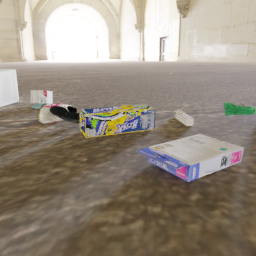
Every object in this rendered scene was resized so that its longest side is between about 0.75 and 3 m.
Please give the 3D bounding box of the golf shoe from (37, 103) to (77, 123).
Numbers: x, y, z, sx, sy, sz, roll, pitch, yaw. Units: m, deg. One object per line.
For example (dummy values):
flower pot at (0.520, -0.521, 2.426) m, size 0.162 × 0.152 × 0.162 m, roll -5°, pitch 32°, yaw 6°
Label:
golf shoe at (-2.430, -0.554, 9.639) m, size 0.777 × 0.612 × 1.687 m, roll 3°, pitch 17°, yaw 21°

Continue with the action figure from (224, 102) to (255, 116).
action figure at (3.214, -0.527, 7.902) m, size 0.927 × 0.548 × 0.254 m, roll 7°, pitch 55°, yaw 34°

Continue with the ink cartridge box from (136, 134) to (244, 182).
ink cartridge box at (1.355, 0.609, 6.087) m, size 2.088 × 0.438 × 1.246 m, roll -8°, pitch 18°, yaw -36°

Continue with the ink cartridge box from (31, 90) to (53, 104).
ink cartridge box at (-3.796, -1.353, 12.300) m, size 0.779 × 0.566 × 0.564 m, roll 3°, pitch 3°, yaw 10°

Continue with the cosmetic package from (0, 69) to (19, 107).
cosmetic package at (-5.926, -1.721, 12.023) m, size 1.507 × 1.506 × 1.827 m, roll 4°, pitch 16°, yaw 14°

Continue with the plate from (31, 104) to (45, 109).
plate at (-3.629, -0.896, 11.733) m, size 0.803 × 0.103 × 0.803 m, roll 1°, pitch 16°, yaw 0°

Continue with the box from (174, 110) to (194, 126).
box at (1.905, -0.356, 9.650) m, size 0.242 × 0.259 × 1.252 m, roll -3°, pitch 16°, yaw -10°

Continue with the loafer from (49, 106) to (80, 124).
loafer at (-2.047, -0.389, 9.129) m, size 1.085 × 0.392 × 0.395 m, roll 22°, pitch 58°, yaw 7°

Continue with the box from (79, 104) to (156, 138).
box at (-0.310, -0.253, 8.487) m, size 2.200 × 0.707 × 0.771 m, roll -6°, pitch 18°, yaw -21°
